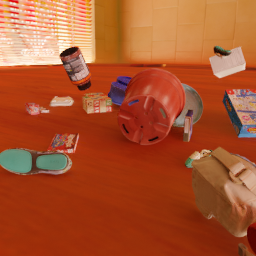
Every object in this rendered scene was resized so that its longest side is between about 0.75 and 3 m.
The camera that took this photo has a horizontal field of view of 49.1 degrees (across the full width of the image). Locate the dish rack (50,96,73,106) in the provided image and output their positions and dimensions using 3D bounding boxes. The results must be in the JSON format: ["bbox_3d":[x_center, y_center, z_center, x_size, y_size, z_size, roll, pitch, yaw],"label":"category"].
[{"bbox_3d":[-3.763,-1.545,15.896,1.244,0.315,1.449,-1,18,-6],"label":"dish rack"}]

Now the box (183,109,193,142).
[{"bbox_3d":[2.214,-0.143,10.195,0.234,0.875,1.445,5,18,15],"label":"box"}]

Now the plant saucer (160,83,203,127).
[{"bbox_3d":[2.123,-0.946,11.754,2.026,2.026,0.278,-2,-20,-7],"label":"plant saucer"}]

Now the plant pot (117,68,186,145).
[{"bbox_3d":[0.756,-0.686,9.940,2.388,2.388,2.322,4,25,14],"label":"plant pot"}]

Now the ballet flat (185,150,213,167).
[{"bbox_3d":[2.012,0.810,7.897,1.063,0.374,0.358,-11,20,-31],"label":"ballet flat"}]

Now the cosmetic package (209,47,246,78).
[{"bbox_3d":[4.164,-2.651,11.583,1.184,0.726,2.868,-15,1,23],"label":"cosmetic package"}]

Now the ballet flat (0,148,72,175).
[{"bbox_3d":[-2.390,0.909,7.367,1.943,0.699,0.699,3,17,9],"label":"ballet flat"}]

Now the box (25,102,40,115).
[{"bbox_3d":[-4.677,-0.964,13.680,0.433,0.452,0.907,-11,20,-33],"label":"box"}]

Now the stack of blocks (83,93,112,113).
[{"bbox_3d":[-1.724,-1.351,14.635,1.249,0.635,2.169,-5,18,-17],"label":"stack of blocks"}]

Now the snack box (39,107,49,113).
[{"bbox_3d":[-4.324,-0.927,14.132,0.354,0.120,0.986,-11,20,-33],"label":"snack box"}]

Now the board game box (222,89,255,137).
[{"bbox_3d":[5.050,-0.618,10.723,2.207,0.630,2.254,-1,41,0],"label":"board game box"}]

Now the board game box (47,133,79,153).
[{"bbox_3d":[-2.129,0.489,9.359,0.829,0.157,1.611,-1,17,-5],"label":"board game box"}]

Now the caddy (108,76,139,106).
[{"bbox_3d":[0.117,-1.762,14.889,2.443,1.282,1.727,18,37,13],"label":"caddy"}]

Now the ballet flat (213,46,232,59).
[{"bbox_3d":[3.297,-2.610,9.754,0.335,0.337,0.984,-7,28,-8],"label":"ballet flat"}]

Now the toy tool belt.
[{"bbox_3d":[2.225,1.172,4.878,1.452,1.475,2.363,-13,20,-13],"label":"toy tool belt"}]

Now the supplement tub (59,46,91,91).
[{"bbox_3d":[-2.206,-2.529,12.181,0.972,1.818,0.972,-12,40,10],"label":"supplement tub"}]
